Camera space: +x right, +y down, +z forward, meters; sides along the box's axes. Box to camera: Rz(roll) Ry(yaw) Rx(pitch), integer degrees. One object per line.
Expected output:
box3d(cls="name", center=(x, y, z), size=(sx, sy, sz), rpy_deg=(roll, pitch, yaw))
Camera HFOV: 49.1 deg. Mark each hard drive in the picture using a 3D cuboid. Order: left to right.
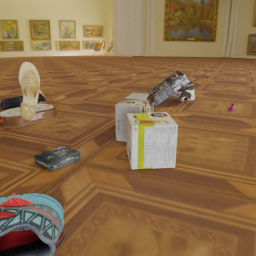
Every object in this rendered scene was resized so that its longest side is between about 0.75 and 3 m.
box3d(cls="hard drive", center=(-5.420, -1.396, 14.320), size=(2.325, 0.492, 1.568), rpy_deg=(0, 14, 43))

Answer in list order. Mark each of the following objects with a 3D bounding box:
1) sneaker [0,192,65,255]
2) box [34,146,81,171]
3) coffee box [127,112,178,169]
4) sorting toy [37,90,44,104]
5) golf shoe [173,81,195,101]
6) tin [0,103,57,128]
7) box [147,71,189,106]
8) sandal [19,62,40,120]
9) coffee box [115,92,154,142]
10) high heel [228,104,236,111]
box3d(cls="sneaker", center=(-2.496, 1.816, 4.604), size=(2.868, 1.137, 1.370), rpy_deg=(-6, 21, -16))
box3d(cls="box", center=(-2.142, 0.901, 8.551), size=(0.871, 0.282, 1.105), rpy_deg=(17, 25, 38))
box3d(cls="coffee box", center=(0.684, 0.342, 8.516), size=(1.341, 1.356, 1.354), rpy_deg=(-2, 19, -6))
box3d(cls="sorting toy", center=(-4.823, -1.513, 15.112), size=(0.466, 0.872, 0.785), rpy_deg=(30, 11, -30))
box3d(cls="golf shoe", center=(2.959, -1.998, 16.219), size=(0.902, 1.029, 2.336), rpy_deg=(-23, 10, -21))
box3d(cls="tin", center=(-4.516, -0.612, 12.672), size=(1.531, 0.572, 2.734), rpy_deg=(21, 27, 37))
box3d(cls="box", center=(2.169, -2.230, 15.477), size=(2.192, 0.546, 1.729), rpy_deg=(-36, 17, 8))
box3d(cls="sandal", center=(-2.887, -1.137, 8.406), size=(0.650, 1.772, 0.583), rpy_deg=(3, -1, -37))
box3d(cls="coffee box", center=(0.329, -0.495, 10.950), size=(0.957, 1.373, 2.400), rpy_deg=(6, 20, 16))
box3d(cls="high heel", center=(5.276, -1.072, 14.378), size=(0.367, 0.258, 0.765), rpy_deg=(13, 33, 6))
